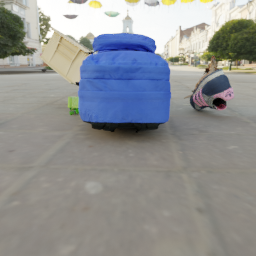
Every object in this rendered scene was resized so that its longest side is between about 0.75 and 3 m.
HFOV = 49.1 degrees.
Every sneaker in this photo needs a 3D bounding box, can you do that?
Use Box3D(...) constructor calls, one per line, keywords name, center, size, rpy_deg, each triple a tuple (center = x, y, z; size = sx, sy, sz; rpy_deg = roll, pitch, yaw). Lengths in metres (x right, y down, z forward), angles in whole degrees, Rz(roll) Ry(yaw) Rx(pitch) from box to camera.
Box3D(name="sneaker", center=(2.725, -0.907, 9.256), size=(0.898, 1.050, 2.561), rpy_deg=(-26, -15, -4))

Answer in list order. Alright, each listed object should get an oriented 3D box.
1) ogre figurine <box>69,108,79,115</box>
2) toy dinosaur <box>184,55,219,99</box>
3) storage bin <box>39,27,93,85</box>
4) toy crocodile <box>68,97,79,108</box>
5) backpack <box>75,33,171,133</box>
Box3D(name="ogre figurine", center=(-1.713, -0.732, 9.662), size=(0.554, 0.453, 0.923), rpy_deg=(1, 15, -6))
Box3D(name="toy dinosaur", center=(3.226, -1.898, 11.724), size=(0.851, 1.983, 1.344), rpy_deg=(30, 43, -11))
Box3D(name="storage bin", center=(-1.561, -2.372, 11.215), size=(2.805, 1.324, 2.826), rpy_deg=(39, 11, 33))
Box3D(name="toy crocodile", center=(-0.918, -0.716, 8.772), size=(1.911, 0.645, 0.590), rpy_deg=(8, 9, -12))
Box3D(name="backpack", center=(-0.187, -1.111, 6.958), size=(2.336, 2.412, 2.875), rpy_deg=(-4, 12, 0))
